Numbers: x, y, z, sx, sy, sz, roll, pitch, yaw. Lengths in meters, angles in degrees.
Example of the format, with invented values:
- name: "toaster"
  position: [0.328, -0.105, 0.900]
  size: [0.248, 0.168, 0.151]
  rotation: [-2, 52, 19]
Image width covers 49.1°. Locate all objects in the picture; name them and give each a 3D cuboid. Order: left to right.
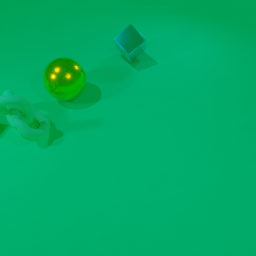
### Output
- name: "knot shape"
  position: [-3.148, -0.454, 7.927]
  size: [1.666, 1.780, 0.822]
  rotation: [23, 74, 46]
- name: "ball"
  position: [-1.992, -1.545, 8.845]
  size: [1.356, 1.356, 1.356]
  rotation: [0, 50, 0]
- name: "cube"
  position: [0.092, -3.025, 10.117]
  size: [0.832, 0.832, 0.832]
  rotation: [-42, 82, -1]
